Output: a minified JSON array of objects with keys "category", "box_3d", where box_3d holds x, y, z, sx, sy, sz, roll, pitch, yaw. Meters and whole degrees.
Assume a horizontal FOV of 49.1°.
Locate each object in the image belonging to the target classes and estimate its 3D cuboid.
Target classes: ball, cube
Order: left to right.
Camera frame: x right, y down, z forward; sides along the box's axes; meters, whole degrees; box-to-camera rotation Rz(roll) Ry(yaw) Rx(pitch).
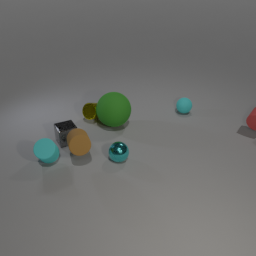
[{"category":"cube","box_3d":[-2.306,0.205,10.455,0.700,0.700,0.700,-15,33,-25]},{"category":"ball","box_3d":[-0.569,-0.744,11.223,1.400,1.400,1.400,0,30,0]},{"category":"ball","box_3d":[-0.311,0.804,9.424,0.700,0.700,0.700,0,30,0]},{"category":"ball","box_3d":[2.509,-1.007,12.504,0.700,0.700,0.700,0,30,0]}]

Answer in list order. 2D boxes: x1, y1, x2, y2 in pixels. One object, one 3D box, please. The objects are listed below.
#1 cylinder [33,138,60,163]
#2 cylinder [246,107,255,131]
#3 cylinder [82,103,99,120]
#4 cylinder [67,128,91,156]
[{"category":"cylinder","box_3d":[-2.672,0.757,9.222,0.700,0.700,0.700,1,72,-2]},{"category":"cylinder","box_3d":[4.885,-0.368,10.440,0.700,0.700,0.700,23,48,34]},{"category":"cylinder","box_3d":[-1.453,-0.718,11.833,0.700,0.700,0.700,16,12,25]},{"category":"cylinder","box_3d":[-1.574,0.441,8.946,0.700,0.700,0.700,-9,20,-15]}]
